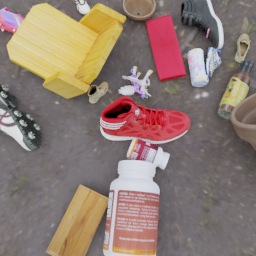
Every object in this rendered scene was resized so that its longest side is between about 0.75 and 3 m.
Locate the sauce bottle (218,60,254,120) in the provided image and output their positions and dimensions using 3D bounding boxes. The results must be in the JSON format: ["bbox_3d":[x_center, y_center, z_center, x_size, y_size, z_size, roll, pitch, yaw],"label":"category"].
[{"bbox_3d":[3.769,-1.351,9.640,0.712,0.712,2.202,25,73,7],"label":"sauce bottle"}]

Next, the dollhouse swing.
[{"bbox_3d":[-2.138,-2.911,9.112,2.559,2.645,2.911,34,73,-25],"label":"dollhouse swing"}]

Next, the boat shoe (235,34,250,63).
[{"bbox_3d":[4.248,-2.981,10.279,0.451,0.385,1.230,14,74,4],"label":"boat shoe"}]

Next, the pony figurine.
[{"bbox_3d":[0.307,-1.579,9.684,1.111,0.958,1.151,13,58,-5],"label":"pony figurine"}]

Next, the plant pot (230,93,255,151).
[{"bbox_3d":[4.725,0.220,8.180,2.705,2.705,2.359,-31,105,-9],"label":"plant pot"}]

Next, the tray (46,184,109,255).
[{"bbox_3d":[-1.461,2.921,8.476,1.054,0.396,2.137,24,75,7],"label":"tray"}]

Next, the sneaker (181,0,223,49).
[{"bbox_3d":[2.645,-3.813,10.333,1.195,0.852,2.410,-13,67,-2],"label":"sneaker"}]

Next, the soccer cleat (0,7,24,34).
[{"bbox_3d":[-3.940,-3.737,10.350,2.321,0.774,0.887,28,71,11],"label":"soccer cleat"}]

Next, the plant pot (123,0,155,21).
[{"bbox_3d":[0.407,-4.497,10.638,1.220,0.563,1.220,1,69,-2],"label":"plant pot"}]

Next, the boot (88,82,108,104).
[{"bbox_3d":[-1.025,-1.330,9.595,0.340,0.726,0.934,38,77,11],"label":"boot"}]

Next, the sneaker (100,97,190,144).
[{"bbox_3d":[0.590,-0.217,8.717,2.997,1.731,1.174,-7,73,-3],"label":"sneaker"}]

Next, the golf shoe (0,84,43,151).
[{"bbox_3d":[-3.929,-0.172,9.198,1.292,1.133,2.934,-44,71,4],"label":"golf shoe"}]

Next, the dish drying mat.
[{"bbox_3d":[1.365,-2.949,10.263,0.988,0.234,2.571,-13,72,7],"label":"dish drying mat"}]

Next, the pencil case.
[{"bbox_3d":[2.458,-2.122,9.871,0.556,0.607,1.338,3,70,-25],"label":"pencil case"}]

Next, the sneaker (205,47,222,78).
[{"bbox_3d":[3.054,-2.339,9.956,0.540,0.489,1.269,8,70,16],"label":"sneaker"}]

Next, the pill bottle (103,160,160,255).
[{"bbox_3d":[0.158,2.326,8.079,1.478,1.478,2.635,5,74,2],"label":"pill bottle"}]

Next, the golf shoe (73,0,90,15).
[{"bbox_3d":[-1.845,-4.867,10.798,0.459,0.524,1.189,-31,77,-10],"label":"golf shoe"}]

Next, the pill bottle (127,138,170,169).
[{"bbox_3d":[0.650,0.843,8.945,1.256,0.709,0.709,22,74,5],"label":"pill bottle"}]
